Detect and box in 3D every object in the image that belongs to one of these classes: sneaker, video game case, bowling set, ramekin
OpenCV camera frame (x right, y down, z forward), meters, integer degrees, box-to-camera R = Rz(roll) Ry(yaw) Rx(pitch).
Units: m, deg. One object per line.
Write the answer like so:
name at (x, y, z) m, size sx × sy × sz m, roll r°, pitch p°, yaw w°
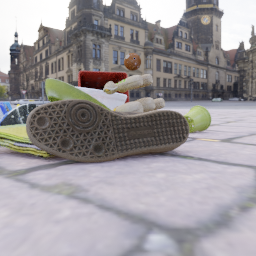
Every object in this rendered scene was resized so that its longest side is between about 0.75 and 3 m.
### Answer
sneaker at (-2.618, -0.072, 7.391) m, size 1.102 × 0.971 × 2.473 m, roll -15°, pitch 1°, yaw 10°
video game case at (-3.981, -0.204, 7.246) m, size 1.735 × 0.435 × 1.914 m, roll -23°, pitch 11°, yaw -12°
sneaker at (-0.328, 0.155, 4.956) m, size 2.811 × 0.990 × 1.062 m, roll 3°, pitch -14°, yaw -21°
bowling set at (-0.026, -1.130, 8.179) m, size 1.379 × 1.788 × 2.569 m, roll -13°, pitch 0°, yaw 25°
ramekin at (-1.477, -0.880, 11.515) m, size 2.743 × 1.337 × 2.743 m, roll 8°, pitch 5°, yaw -1°

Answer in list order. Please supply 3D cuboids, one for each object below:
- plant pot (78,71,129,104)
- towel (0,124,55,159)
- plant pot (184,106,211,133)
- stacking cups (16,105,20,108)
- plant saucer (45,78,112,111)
plant pot at (-1.474, -1.424, 14.766) m, size 2.498 × 2.500 × 2.203 m, roll -2°, pitch -7°, yaw -19°
towel at (-1.522, 0.172, 5.971) m, size 1.889 × 0.300 × 2.630 m, roll 9°, pitch 8°, yaw 23°
plant pot at (2.098, -0.210, 9.008) m, size 0.875 × 0.875 × 0.804 m, roll 5°, pitch 18°, yaw 43°
stacking cups at (-2.034, -0.208, 9.106) m, size 2.989 × 0.904 × 0.904 m, roll 4°, pitch 4°, yaw -12°
plant saucer at (-1.195, -0.424, 7.503) m, size 2.505 × 0.389 × 2.505 m, roll 29°, pitch -13°, yaw 7°
